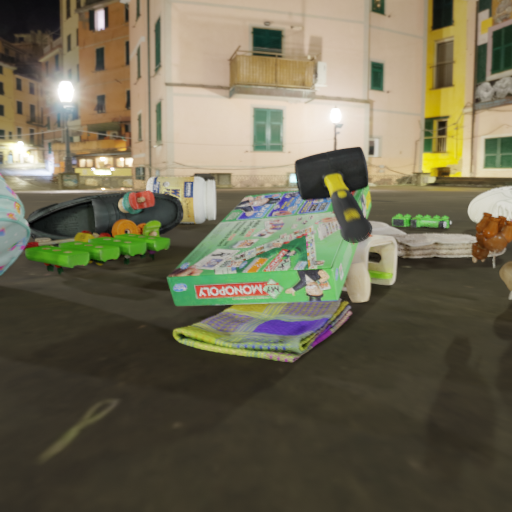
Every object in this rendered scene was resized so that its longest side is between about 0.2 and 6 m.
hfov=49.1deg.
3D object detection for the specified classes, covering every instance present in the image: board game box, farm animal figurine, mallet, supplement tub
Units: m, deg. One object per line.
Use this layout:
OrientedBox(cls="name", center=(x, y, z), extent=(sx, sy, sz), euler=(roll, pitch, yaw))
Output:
OrientedBox(cls="board game box", center=(0.320, -0.226, 6.839), extent=(1.825, 0.395, 2.712), euler=(-3, 23, 21))
OrientedBox(cls="farm animal figurine", center=(3.397, 0.158, 6.449), extent=(1.797, 0.937, 1.777), euler=(4, 18, -26))
OrientedBox(cls="mallet", center=(1.057, -0.711, 6.151), extent=(0.933, 0.583, 2.834), euler=(-14, 19, 0))
OrientedBox(cls="supplement tub", center=(-2.143, -1.606, 16.230), extent=(1.901, 1.373, 1.373), euler=(-1, 9, -1))

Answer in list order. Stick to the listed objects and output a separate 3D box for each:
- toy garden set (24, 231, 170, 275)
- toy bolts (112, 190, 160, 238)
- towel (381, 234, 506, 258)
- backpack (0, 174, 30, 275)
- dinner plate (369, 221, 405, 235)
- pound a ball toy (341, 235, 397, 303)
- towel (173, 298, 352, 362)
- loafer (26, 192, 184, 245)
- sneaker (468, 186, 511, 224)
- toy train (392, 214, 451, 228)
OrientedBox(cls="toy garden set", center=(-2.801, -0.043, 9.177), extent=(1.806, 0.432, 2.167), euler=(8, 12, 31))
OrientedBox(cls="toy bolts", center=(-2.436, -0.666, 10.788), extent=(1.091, 1.142, 0.792), euler=(-8, 0, -42))
OrientedBox(cls="towel", center=(3.360, -0.219, 10.460), extent=(2.028, 0.350, 1.344), euler=(-1, 9, -7))
OrientedBox(cls="backpack", center=(-4.062, -0.427, 6.767), extent=(2.039, 1.547, 2.444), euler=(-36, -11, 23))
OrientedBox(cls="dinner plate", center=(1.991, -0.566, 12.905), extent=(3.068, 0.372, 3.068), euler=(-1, 9, 0))
OrientedBox(cls="pound a ball toy", center=(0.929, -0.011, 7.422), extent=(1.976, 0.839, 1.288), euler=(8, 11, 44))
OrientedBox(cls="towel", center=(0.128, 0.618, 5.366), extent=(1.227, 0.195, 1.709), euler=(4, 9, 24))
OrientedBox(cls="loafer", center=(-3.062, -0.724, 11.433), extent=(3.145, 1.068, 1.104), euler=(-7, 3, -5))
OrientedBox(cls="sneaker", center=(6.779, -1.109, 14.230), extent=(1.250, 1.158, 3.083), euler=(-18, 18, -39))
OrientedBox(cls="toy train", center=(4.517, -0.933, 15.406), extent=(1.612, 0.336, 0.455), euler=(6, 20, 34))
